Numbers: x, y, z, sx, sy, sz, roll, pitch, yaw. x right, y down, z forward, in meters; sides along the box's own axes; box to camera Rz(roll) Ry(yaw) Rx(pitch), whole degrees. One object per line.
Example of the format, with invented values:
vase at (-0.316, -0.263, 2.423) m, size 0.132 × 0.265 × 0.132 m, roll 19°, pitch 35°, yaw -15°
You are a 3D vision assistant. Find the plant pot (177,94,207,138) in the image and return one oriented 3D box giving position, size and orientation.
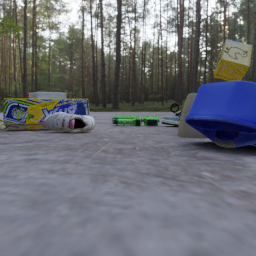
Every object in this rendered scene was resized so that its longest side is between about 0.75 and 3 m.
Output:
plant pot at (1.930, -0.356, 7.785) m, size 1.091 × 1.165 × 1.091 m, roll 0°, pitch 3°, yaw 0°

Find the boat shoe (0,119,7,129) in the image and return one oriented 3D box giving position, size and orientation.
boat shoe at (-4.830, -0.213, 10.691) m, size 0.522 × 0.450 × 1.430 m, roll 0°, pitch 4°, yaw -2°

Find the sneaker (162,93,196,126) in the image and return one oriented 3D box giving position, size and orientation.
sneaker at (2.529, -0.778, 11.830) m, size 2.328 × 1.405 × 0.973 m, roll -1°, pitch 4°, yaw -18°

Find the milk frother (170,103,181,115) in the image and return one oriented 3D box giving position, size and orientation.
milk frother at (2.708, -0.819, 15.041) m, size 0.948 × 1.051 × 0.988 m, roll -4°, pitch 4°, yaw 2°

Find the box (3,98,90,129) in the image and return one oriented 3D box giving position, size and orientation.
box at (-2.865, -0.495, 10.071) m, size 2.872 × 0.923 × 1.006 m, roll -2°, pitch -11°, yaw -14°

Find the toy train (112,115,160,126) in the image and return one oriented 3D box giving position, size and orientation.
toy train at (0.313, -0.293, 12.209) m, size 2.155 × 0.450 × 0.608 m, roll 0°, pitch 15°, yaw 8°

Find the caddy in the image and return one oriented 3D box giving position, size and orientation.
caddy at (2.121, -0.134, 5.617) m, size 1.493 × 1.108 × 2.111 m, roll 24°, pitch -6°, yaw -25°

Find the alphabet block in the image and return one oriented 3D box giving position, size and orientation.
alphabet block at (3.667, -2.323, 9.815) m, size 0.975 × 0.999 × 0.981 m, roll 15°, pitch -27°, yaw 8°

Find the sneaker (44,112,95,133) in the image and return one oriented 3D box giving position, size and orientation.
sneaker at (-1.872, -0.181, 8.876) m, size 1.606 × 0.653 × 0.708 m, roll -1°, pitch 3°, yaw -1°

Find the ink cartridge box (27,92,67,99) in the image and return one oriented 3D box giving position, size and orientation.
ink cartridge box at (-4.516, -1.159, 15.542) m, size 1.628 × 1.620 × 2.240 m, roll -2°, pitch 5°, yaw -31°
